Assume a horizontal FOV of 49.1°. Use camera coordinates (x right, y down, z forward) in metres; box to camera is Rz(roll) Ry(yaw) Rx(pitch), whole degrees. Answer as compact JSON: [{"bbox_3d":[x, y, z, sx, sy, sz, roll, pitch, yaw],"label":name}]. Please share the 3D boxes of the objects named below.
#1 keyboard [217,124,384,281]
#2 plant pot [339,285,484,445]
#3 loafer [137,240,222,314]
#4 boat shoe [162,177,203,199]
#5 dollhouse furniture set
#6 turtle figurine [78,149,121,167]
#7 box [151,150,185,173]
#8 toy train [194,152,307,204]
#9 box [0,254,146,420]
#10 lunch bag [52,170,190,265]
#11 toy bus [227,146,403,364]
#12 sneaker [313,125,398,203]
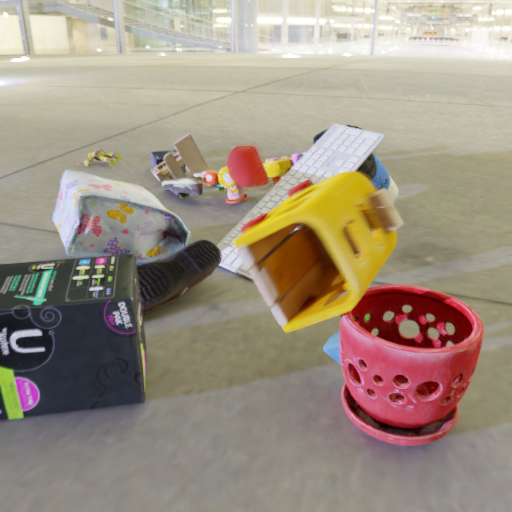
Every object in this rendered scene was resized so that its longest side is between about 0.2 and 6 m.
[{"bbox_3d":[0.885,-1.218,11.036,1.262,0.239,4.482,18,55,38],"label":"keyboard"},{"bbox_3d":[1.708,1.240,6.422,1.522,1.386,1.522,-1,26,0],"label":"plant pot"},{"bbox_3d":[-1.475,0.482,9.074,2.076,0.737,0.758,-24,66,-25],"label":"loafer"},{"bbox_3d":[-1.806,-1.633,13.617,0.537,0.493,1.502,-10,7,-40],"label":"boat shoe"},{"bbox_3d":[-2.206,-2.595,14.556,1.226,1.051,1.290,-35,38,-8],"label":"dollhouse furniture set"},{"bbox_3d":[-4.535,-2.933,16.488,1.046,0.418,1.297,11,27,21],"label":"turtle figurine"},{"bbox_3d":[-2.490,-2.643,15.805,0.819,0.468,0.900,-7,26,-17],"label":"box"},{"bbox_3d":[0.119,-1.941,14.009,3.135,0.872,2.355,-13,9,-12],"label":"toy train"},{"bbox_3d":[-2.436,0.959,6.849,2.058,1.528,1.279,-4,25,-9],"label":"box"},{"bbox_3d":[-2.480,-0.627,10.398,2.171,1.380,1.841,7,18,-31],"label":"lunch bag"},{"bbox_3d":[1.034,-0.305,7.031,1.462,2.829,2.669,-24,-34,36],"label":"toy bus"},{"bbox_3d":[2.021,-2.444,13.449,1.313,1.903,3.420,-37,30,8],"label":"sneaker"}]
